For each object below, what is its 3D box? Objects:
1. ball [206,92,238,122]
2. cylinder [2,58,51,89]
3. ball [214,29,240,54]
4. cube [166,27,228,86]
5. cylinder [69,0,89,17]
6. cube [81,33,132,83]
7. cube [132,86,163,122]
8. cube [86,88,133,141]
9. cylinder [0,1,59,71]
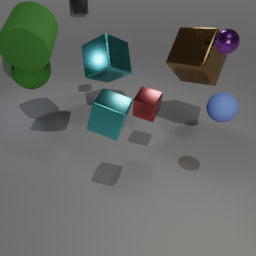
[{"bbox_3d":[2.182,-0.480,6.497,0.700,0.700,0.700,0,30,0],"label":"ball"},{"bbox_3d":[-3.775,-2.288,10.410,1.400,1.400,1.400,-19,32,-30],"label":"cylinder"},{"bbox_3d":[2.827,-2.473,8.022,0.700,0.700,0.700,0,30,0],"label":"ball"},{"bbox_3d":[2.391,-2.441,9.594,1.400,1.400,1.400,17,-9,37],"label":"cube"},{"bbox_3d":[-1.857,-4.601,10.567,0.700,0.700,0.700,-2,12,0],"label":"cylinder"},{"bbox_3d":[-0.864,-2.785,11.422,1.400,1.400,1.400,-13,-9,37],"label":"cube"},{"bbox_3d":[0.598,-0.730,8.612,0.700,0.700,0.700,19,49,15],"label":"cube"},{"bbox_3d":[-0.383,-0.292,5.918,0.700,0.700,0.700,21,35,1],"label":"cube"},{"bbox_3d":[-2.779,-2.590,7.923,1.400,1.400,1.400,0,49,0],"label":"cylinder"}]
